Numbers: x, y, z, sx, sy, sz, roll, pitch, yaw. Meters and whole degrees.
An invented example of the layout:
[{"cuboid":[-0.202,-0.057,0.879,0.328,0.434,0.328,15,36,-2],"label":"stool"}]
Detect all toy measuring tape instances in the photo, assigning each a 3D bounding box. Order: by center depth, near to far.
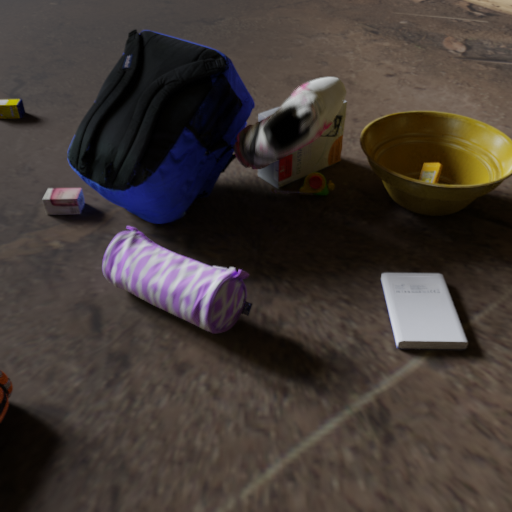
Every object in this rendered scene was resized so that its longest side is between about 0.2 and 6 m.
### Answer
[{"cuboid":[0.922,-1.430,11.041,1.255,0.462,0.462,2,39,3],"label":"toy measuring tape"}]

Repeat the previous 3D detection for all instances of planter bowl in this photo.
[{"cuboid":[3.356,-1.595,10.649,2.876,1.198,2.876,0,39,0],"label":"planter bowl"}]

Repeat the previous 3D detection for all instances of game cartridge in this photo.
[{"cuboid":[3.038,-1.379,9.850,0.084,0.517,0.456,15,1,-24],"label":"game cartridge"}]

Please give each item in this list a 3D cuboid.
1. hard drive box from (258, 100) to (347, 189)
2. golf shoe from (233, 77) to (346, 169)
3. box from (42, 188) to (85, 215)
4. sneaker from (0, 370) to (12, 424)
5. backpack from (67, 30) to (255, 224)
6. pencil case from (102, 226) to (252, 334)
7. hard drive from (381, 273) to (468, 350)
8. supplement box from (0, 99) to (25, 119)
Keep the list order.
[{"cuboid":[0.929,-2.389,11.480,1.816,1.416,0.698,-27,46,-29],"label":"hard drive box"},{"cuboid":[0.838,-2.381,9.817,2.571,0.934,1.184,-43,19,-24],"label":"golf shoe"},{"cuboid":[-3.640,-1.035,10.621,0.653,0.356,0.417,-1,38,-2],"label":"box"},{"cuboid":[-4.277,1.911,6.432,2.533,0.983,1.419,-1,37,-1],"label":"sneaker"},{"cuboid":[-1.644,-2.092,10.311,2.449,2.529,3.013,25,77,33],"label":"backpack"},{"cuboid":[-1.218,0.335,8.313,2.305,0.986,0.967,20,4,27],"label":"pencil case"},{"cuboid":[2.489,0.806,8.446,0.975,0.188,1.478,1,39,1],"label":"hard drive"},{"cuboid":[-6.145,-3.640,13.889,0.669,0.366,0.364,-2,38,-4],"label":"supplement box"}]
